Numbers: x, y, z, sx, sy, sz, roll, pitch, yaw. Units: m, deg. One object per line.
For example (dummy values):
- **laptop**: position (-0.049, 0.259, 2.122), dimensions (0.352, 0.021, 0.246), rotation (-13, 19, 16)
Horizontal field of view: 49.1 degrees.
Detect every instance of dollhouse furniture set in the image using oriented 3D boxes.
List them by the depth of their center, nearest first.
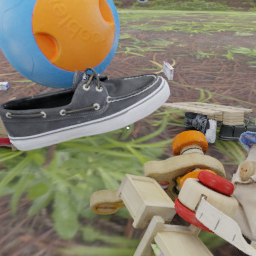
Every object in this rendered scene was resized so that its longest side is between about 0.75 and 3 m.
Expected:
- **dollhouse furniture set**: position (1.019, 1.948, 3.744), dimensions (2.089, 1.313, 2.362), rotation (15, 17, -29)
- **dollhouse furniture set**: position (-2.808, -0.304, 7.712), dimensions (1.996, 1.028, 1.975), rotation (9, 29, 16)

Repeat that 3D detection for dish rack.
- **dish rack**: position (3.174, -0.206, 8.194), dimensions (1.323, 0.471, 1.725), rotation (3, 26, 2)

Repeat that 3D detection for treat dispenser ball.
- **treat dispenser ball**: position (-1.557, -2.282, 6.423), dimensions (2.736, 2.736, 2.736), rotation (0, 27, 0)

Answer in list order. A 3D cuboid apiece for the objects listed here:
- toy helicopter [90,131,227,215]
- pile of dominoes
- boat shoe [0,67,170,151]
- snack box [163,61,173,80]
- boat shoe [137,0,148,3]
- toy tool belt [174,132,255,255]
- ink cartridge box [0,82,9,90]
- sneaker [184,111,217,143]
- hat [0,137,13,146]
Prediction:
- **toy helicopter**: position (0.492, 1.110, 4.903), dimensions (2.414, 1.596, 0.952), rotation (-18, 48, 15)
- **pile of dominoes**: position (2.078, -0.430, 7.873), dimensions (1.776, 0.363, 2.279), rotation (-4, 12, -30)
- **boat shoe**: position (-0.769, -0.498, 4.699), dimensions (2.889, 0.957, 1.010), rotation (-15, 34, 7)
- **snack box**: position (1.818, -2.637, 12.765), dimensions (0.171, 0.506, 1.407), rotation (-2, 28, -5)
- **boat shoe**: position (0.237, -3.968, 8.071), dimensions (0.856, 0.309, 0.304), rotation (50, 6, 7)
- **toy tool belt**: position (2.217, 0.700, 3.818), dimensions (2.982, 1.832, 1.862), rotation (21, 3, -17)
- **ink cartridge box**: position (-5.319, -1.651, 11.190), dimensions (0.961, 0.213, 0.452), rotation (-4, 27, -7)
- **sneaker**: position (1.991, -0.062, 7.793), dimensions (0.902, 0.598, 1.585), rotation (4, 26, 18)
- **hat**: position (-4.477, 0.724, 6.481), dimensions (2.709, 2.385, 2.244), rotation (-17, 42, 45)
